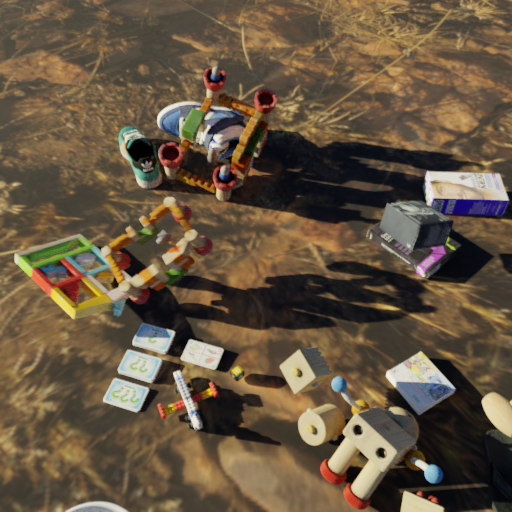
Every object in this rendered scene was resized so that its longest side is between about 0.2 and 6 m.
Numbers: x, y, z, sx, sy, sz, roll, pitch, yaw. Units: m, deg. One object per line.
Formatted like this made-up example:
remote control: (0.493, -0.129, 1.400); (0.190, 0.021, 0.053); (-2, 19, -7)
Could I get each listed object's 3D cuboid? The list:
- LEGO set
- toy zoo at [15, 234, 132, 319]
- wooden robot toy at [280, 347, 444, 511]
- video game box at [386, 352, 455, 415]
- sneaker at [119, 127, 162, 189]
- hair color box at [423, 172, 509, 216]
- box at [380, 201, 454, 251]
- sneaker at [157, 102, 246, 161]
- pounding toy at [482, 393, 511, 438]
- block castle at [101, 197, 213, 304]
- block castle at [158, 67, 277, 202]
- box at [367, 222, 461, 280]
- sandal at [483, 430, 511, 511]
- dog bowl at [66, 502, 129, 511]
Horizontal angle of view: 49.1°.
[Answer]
LEGO set: (-1.358, 2.037, 9.659); (2.171, 0.533, 1.622); (14, 54, 12)
toy zoo: (-3.357, 0.429, 10.839); (2.276, 0.233, 1.493); (36, 37, 25)
wooden robot toy: (1.819, 2.822, 8.778); (3.328, 1.466, 1.510); (42, 25, 31)
video game box: (2.839, 2.193, 9.703); (0.797, 0.205, 0.875); (-25, 53, -18)
sneaker: (-2.818, -2.614, 13.498); (0.784, 0.877, 2.195); (-20, 51, -16)
hair color box: (4.712, -1.412, 12.680); (1.663, 0.539, 0.909); (1, 49, 3)
box: (3.086, -0.599, 10.812); (0.929, 0.586, 0.945); (-9, 34, -28)
sneaker: (-1.304, -3.025, 13.818); (2.236, 0.901, 1.637); (-1, 42, -9)
pounding toy: (5.167, 2.537, 8.367); (3.022, 1.733, 1.728); (-9, 45, -8)
block castle: (-1.864, -0.076, 10.700); (1.898, 0.891, 1.269); (-37, 63, 3)
block castle: (-0.815, -2.814, 12.767); (1.872, 1.315, 2.802); (24, 69, 3)
box: (3.327, -0.314, 11.865); (1.147, 0.290, 1.605); (-34, 56, -26)
sandal: (3.827, 3.385, 8.526); (0.598, 0.381, 1.590); (0, 48, 0)
dog bowl: (-2.210, 4.258, 7.583); (1.615, 0.636, 1.615); (0, 49, 0)
